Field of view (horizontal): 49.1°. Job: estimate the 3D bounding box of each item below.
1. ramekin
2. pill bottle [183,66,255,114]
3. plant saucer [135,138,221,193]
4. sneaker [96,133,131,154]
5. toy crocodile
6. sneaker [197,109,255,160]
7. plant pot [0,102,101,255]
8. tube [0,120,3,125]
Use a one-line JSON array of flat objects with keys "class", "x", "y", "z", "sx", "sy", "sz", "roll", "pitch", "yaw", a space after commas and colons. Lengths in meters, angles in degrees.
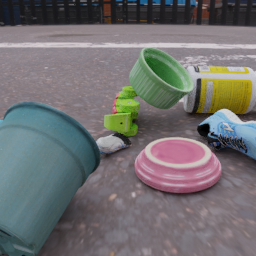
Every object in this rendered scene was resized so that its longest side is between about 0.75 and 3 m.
[{"class": "ramekin", "x": 0.899, "y": -1.372, "z": 7.968, "sx": 1.784, "sy": 0.871, "sz": 1.784, "roll": 23, "pitch": 39, "yaw": -21}, {"class": "pill bottle", "x": 3.153, "y": -1.198, "z": 8.931, "sx": 2.599, "sy": 1.486, "sz": 1.486, "roll": 2, "pitch": 25, "yaw": 4}, {"class": "plant saucer", "x": 1.052, "y": 0.678, "z": 5.980, "sx": 1.828, "sy": 0.463, "sz": 1.828, "roll": -2, "pitch": 23, "yaw": 1}, {"class": "sneaker", "x": -0.378, "y": 0.398, "z": 6.772, "sx": 1.170, "sy": 0.424, "sz": 0.420, "roll": -7, "pitch": 55, "yaw": -50}, {"class": "toy crocodile", "x": -0.111, "y": -0.554, "z": 8.064, "sx": 0.854, "sy": 0.934, "sz": 2.767, "roll": 5, "pitch": 26, "yaw": 1}, {"class": "sneaker", "x": 2.453, "y": 0.305, "z": 6.630, "sx": 1.047, "sy": 0.912, "sz": 2.328, "roll": -22, "pitch": 21, "yaw": -9}, {"class": "plant pot", "x": -1.535, "y": 0.822, "z": 4.152, "sx": 1.770, "sy": 1.770, "sz": 1.734, "roll": 8, "pitch": 44, "yaw": 16}, {"class": "tube", "x": -3.800, "y": -0.031, "z": 7.494, "sx": 1.867, "sy": 0.723, "sz": 0.470, "roll": 17, "pitch": 10, "yaw": 38}]
